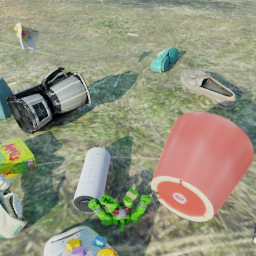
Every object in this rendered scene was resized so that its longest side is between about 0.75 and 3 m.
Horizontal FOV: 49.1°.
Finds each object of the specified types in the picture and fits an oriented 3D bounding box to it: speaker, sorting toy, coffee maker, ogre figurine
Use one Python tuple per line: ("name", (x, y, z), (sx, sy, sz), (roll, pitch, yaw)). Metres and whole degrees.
("speaker", (-1.026, 1.495, 8.328), (0.805, 0.805, 1.984), (2, 37, 3))
("sorting toy", (-3.365, -2.943, 9.304), (0.472, 0.795, 0.883), (-9, 2, 24))
("coffee maker", (-3.149, -0.934, 11.008), (2.640, 2.536, 1.778), (-32, 91, -33))
("ogre figurine", (-0.203, 2.158, 7.345), (1.543, 0.925, 0.757), (-15, 35, -21))
("sorting toy", (-1.203, 2.955, 6.498), (1.914, 1.022, 1.723), (-18, 21, -22))

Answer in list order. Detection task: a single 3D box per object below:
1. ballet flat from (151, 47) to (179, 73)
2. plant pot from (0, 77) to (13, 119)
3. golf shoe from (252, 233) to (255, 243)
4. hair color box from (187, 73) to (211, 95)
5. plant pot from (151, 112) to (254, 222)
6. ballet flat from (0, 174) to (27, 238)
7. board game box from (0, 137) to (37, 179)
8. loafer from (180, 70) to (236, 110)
("ballet flat", (1.948, -3.819, 15.376), (0.931, 0.891, 2.646), (11, 38, 25))
("plant pot", (-5.413, -1.282, 11.467), (1.048, 1.483, 1.048), (5, 38, 8))
("golf shoe", (3.725, 2.919, 6.633), (1.465, 0.570, 0.692), (12, 38, 17))
("hair color box", (3.444, -2.192, 13.518), (0.837, 0.482, 1.509), (13, 40, 16))
("plant pot", (1.892, 1.142, 7.715), (2.461, 2.461, 2.178), (21, 53, 26))
("ballet flat", (-3.357, 1.841, 7.595), (0.792, 0.792, 2.280), (-22, 58, -27))
("board game box", (-4.287, 1.213, 8.902), (2.329, 0.554, 1.183), (-25, 44, -29))
("loafer", (3.502, -1.883, 12.227), (2.799, 0.880, 1.006), (38, 79, 24))
